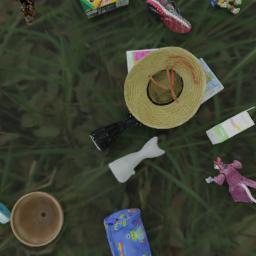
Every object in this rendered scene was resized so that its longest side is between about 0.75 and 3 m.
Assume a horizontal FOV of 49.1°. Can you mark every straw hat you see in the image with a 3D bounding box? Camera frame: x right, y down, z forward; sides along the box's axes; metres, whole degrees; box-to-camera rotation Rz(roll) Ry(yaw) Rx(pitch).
[{"bbox_3d":[1.204,-1.360,9.124,2.620,1.109,2.620,2,112,5],"label":"straw hat"}]

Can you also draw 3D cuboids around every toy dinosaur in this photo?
[{"bbox_3d":[-2.154,-2.681,5.945,0.455,0.604,0.890,-23,85,-4],"label":"toy dinosaur"}]

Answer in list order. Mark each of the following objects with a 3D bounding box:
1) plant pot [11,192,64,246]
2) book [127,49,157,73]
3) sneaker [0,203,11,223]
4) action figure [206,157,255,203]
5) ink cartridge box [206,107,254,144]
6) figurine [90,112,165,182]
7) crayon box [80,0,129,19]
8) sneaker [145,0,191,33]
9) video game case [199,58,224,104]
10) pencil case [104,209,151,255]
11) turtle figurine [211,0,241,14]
[{"bbox_3d":[-2.751,2.781,8.797,1.600,0.738,1.600,0,84,2],"label":"plant pot"},{"bbox_3d":[0.701,-2.255,9.725,1.435,0.345,0.959,-4,80,-2],"label":"book"},{"bbox_3d":[-4.582,2.779,8.868,1.667,0.663,1.088,30,81,13],"label":"sneaker"},{"bbox_3d":[3.292,1.649,8.765,1.727,1.286,1.157,44,90,-8],"label":"action figure"},{"bbox_3d":[3.428,-0.064,9.113,1.535,0.899,0.517,-28,83,-3],"label":"ink cartridge box"},{"bbox_3d":[0.026,0.517,9.146,1.864,0.822,1.910,-32,84,-8],"label":"figurine"},{"bbox_3d":[-0.967,-4.893,9.994,1.646,0.480,1.420,-21,83,-3],"label":"crayon box"},{"bbox_3d":[1.485,-4.033,9.755,1.838,0.741,0.686,41,82,6],"label":"sneaker"},{"bbox_3d":[2.443,-1.574,9.708,1.208,0.146,1.327,-34,83,-5],"label":"video game case"},{"bbox_3d":[0.117,3.982,8.388,1.154,1.285,2.958,-20,80,35],"label":"pencil case"},{"bbox_3d":[3.548,-4.485,9.743,1.001,1.033,0.743,17,49,-20],"label":"turtle figurine"}]
